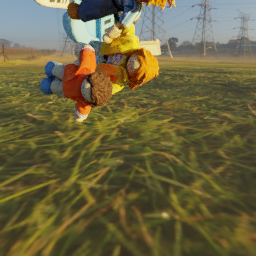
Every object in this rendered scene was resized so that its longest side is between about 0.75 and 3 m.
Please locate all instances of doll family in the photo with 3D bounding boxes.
[{"bbox_3d":[-0.158,-1.072,2.731,0.920,2.041,1.267,-7,18,-39],"label":"doll family"}]

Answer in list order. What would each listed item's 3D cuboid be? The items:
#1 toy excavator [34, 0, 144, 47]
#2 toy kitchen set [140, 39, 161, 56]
[{"bbox_3d":[-0.990,-2.337,5.413,2.367,2.302,1.182,-12,31,-23],"label":"toy excavator"},{"bbox_3d":[-0.661,-3.007,8.778,1.991,2.201,2.440,-16,10,-36],"label":"toy kitchen set"}]
